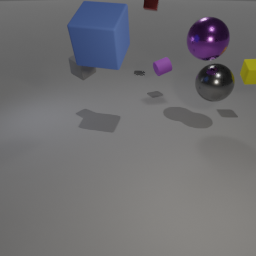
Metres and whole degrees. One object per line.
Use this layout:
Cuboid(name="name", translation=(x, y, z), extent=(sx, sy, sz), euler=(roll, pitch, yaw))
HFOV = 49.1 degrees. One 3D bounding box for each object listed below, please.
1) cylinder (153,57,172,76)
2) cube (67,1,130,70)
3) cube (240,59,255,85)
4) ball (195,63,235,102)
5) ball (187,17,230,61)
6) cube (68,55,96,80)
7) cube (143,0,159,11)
Cuboid(name="cylinder", translation=(1.647, -2.930, 13.376), extent=(0.700, 0.700, 0.700), euler=(-24, 32, -7))
Cuboid(name="cube", translation=(-0.805, -2.792, 8.449), extent=(1.400, 1.400, 1.400), euler=(9, 52, 11))
Cuboid(name="cube", translation=(4.800, -2.154, 10.716), extent=(0.700, 0.700, 0.700), euler=(-1, 48, 3))
Cuboid(name="ball", translation=(3.195, -1.670, 10.346), extent=(1.400, 1.400, 1.400), euler=(0, 28, 0))
Cuboid(name="ball", translation=(2.682, -2.984, 9.416), extent=(1.400, 1.400, 1.400), euler=(0, 28, 0))
Cuboid(name="cube", translation=(-1.684, -2.336, 10.413), extent=(0.700, 0.700, 0.700), euler=(33, 56, 25))
Cuboid(name="cube", translation=(1.195, -6.388, 14.251), extent=(0.700, 0.700, 0.700), euler=(10, 17, 6))
